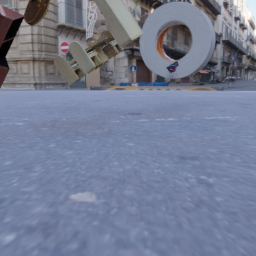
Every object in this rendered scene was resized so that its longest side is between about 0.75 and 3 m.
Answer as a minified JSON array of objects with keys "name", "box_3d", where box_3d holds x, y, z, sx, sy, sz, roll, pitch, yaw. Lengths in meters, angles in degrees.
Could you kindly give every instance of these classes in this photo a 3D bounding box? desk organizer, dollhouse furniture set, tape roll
[{"name":"desk organizer","box_3d":[-2.923,-1.792,6.275,0.676,1.756,0.630,13,34,-44]},{"name":"dollhouse furniture set","box_3d":[-0.985,-2.676,8.162,2.307,1.532,2.022,-27,14,34]},{"name":"tape roll","box_3d":[1.963,-3.473,11.334,2.926,2.926,0.967,4,13,25]}]

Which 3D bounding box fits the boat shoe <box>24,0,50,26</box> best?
[{"name":"boat shoe","box_3d":[-2.656,-3.892,8.370,0.626,1.739,0.587,41,18,3]}]

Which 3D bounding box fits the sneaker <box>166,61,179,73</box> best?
[{"name":"sneaker","box_3d":[1.703,-2.238,10.367,0.300,0.312,0.796,-35,8,-10]}]
